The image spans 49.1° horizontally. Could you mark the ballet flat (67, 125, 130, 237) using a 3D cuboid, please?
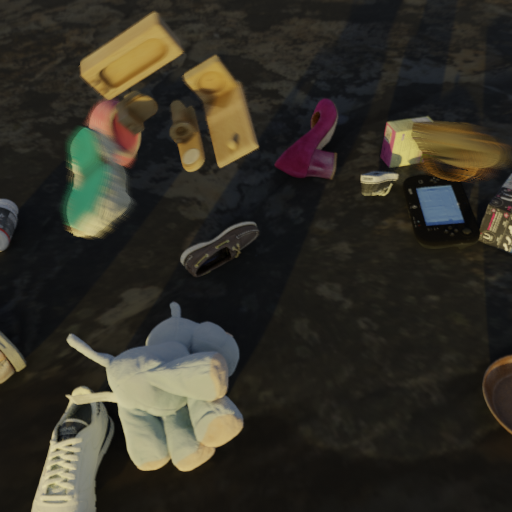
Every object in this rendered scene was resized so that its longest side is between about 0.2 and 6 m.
[{"bbox_3d":[-2.278,-1.095,8.441,0.918,0.918,2.558,-9,43,-9],"label":"ballet flat"}]

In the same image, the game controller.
[{"bbox_3d":[3.935,-1.020,12.073,1.277,0.515,2.447,2,41,2],"label":"game controller"}]

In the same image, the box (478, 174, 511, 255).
[{"bbox_3d":[5.314,-0.902,11.588,0.850,0.979,1.481,26,48,26],"label":"box"}]

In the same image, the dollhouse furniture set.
[{"bbox_3d":[-1.467,-2.561,9.532,2.002,2.105,1.715,-26,56,17],"label":"dollhouse furniture set"}]

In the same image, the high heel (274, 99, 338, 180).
[{"bbox_3d":[1.233,-3.031,13.967,1.422,0.999,2.965,10,55,-5],"label":"high heel"}]

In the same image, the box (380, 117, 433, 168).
[{"bbox_3d":[3.715,-2.774,13.657,1.121,0.986,0.542,-10,43,-11],"label":"box"}]

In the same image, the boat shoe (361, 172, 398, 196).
[{"bbox_3d":[2.803,-1.621,12.726,0.561,0.519,1.520,11,17,27],"label":"boat shoe"}]

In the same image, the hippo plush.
[{"bbox_3d":[-1.249,1.871,8.349,2.419,1.927,1.945,8,17,7],"label":"hippo plush"}]

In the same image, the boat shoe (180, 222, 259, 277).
[{"bbox_3d":[-0.626,-0.121,11.031,1.710,0.614,0.509,-26,53,-21],"label":"boat shoe"}]

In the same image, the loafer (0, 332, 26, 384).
[{"bbox_3d":[-4.920,1.253,9.319,2.590,0.931,0.814,31,57,26],"label":"loafer"}]

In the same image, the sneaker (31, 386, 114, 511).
[{"bbox_3d":[-2.542,2.861,7.497,0.850,0.895,2.225,1,44,-1],"label":"sneaker"}]

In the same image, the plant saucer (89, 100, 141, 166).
[{"bbox_3d":[-2.568,-2.292,10.468,0.307,1.211,1.211,1,38,31],"label":"plant saucer"}]

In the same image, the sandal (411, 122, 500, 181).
[{"bbox_3d":[3.393,-1.688,9.535,1.172,0.783,2.869,4,2,30],"label":"sandal"}]

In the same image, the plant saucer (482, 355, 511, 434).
[{"bbox_3d":[4.315,2.273,8.575,1.703,0.311,1.703,1,42,-1],"label":"plant saucer"}]

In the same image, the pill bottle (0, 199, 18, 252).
[{"bbox_3d":[-5.318,-0.643,11.564,0.634,0.634,1.095,-3,42,-4],"label":"pill bottle"}]
